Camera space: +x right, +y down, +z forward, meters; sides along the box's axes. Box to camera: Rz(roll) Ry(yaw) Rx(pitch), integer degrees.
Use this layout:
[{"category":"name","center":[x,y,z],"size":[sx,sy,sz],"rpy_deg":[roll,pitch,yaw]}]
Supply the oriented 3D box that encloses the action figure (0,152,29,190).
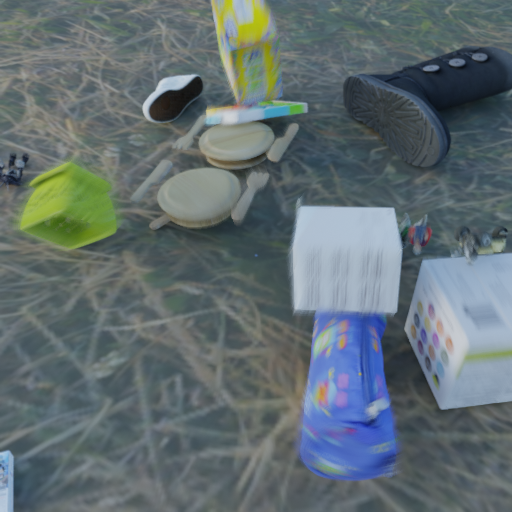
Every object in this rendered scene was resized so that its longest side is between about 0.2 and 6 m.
[{"category":"action figure","center":[-4.755,-1.689,10.854],"size":[0.557,0.478,0.937],"rpy_deg":[7,43,-8]}]

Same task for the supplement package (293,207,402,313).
[{"category":"supplement package","center":[1.171,0.021,7.349],"size":[1.287,0.946,1.230],"rpy_deg":[1,29,8]}]

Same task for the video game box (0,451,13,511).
[{"category":"video game box","center":[-3.326,2.807,6.525],"size":[0.915,0.214,0.834],"rpy_deg":[-12,49,-11]}]

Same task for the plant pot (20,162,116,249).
[{"category":"plant pot","center":[-3.029,-0.838,9.144],"size":[1.103,1.098,1.001],"rpy_deg":[-18,65,28]}]

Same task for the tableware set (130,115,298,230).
[{"category":"tableware set","center":[-0.683,-1.535,10.564],"size":[2.183,0.662,3.302],"rpy_deg":[10,44,18]}]

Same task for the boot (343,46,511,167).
[{"category":"boot","center":[4.292,-3.408,12.160],"size":[3.781,1.241,3.116],"rpy_deg":[-17,49,-22]}]

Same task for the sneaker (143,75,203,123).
[{"category":"sneaker","center":[-2.037,-3.538,12.633],"size":[0.827,0.711,1.953],"rpy_deg":[13,38,27]}]

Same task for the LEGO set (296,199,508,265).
[{"category":"LEGO set","center":[1.958,-0.172,8.682],"size":[2.284,0.997,3.517],"rpy_deg":[-3,15,-29]}]

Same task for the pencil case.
[{"category":"pencil case","center":[1.160,1.494,6.960],"size":[0.993,1.105,2.545],"rpy_deg":[28,35,-10]}]

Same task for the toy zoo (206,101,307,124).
[{"category":"toy zoo","center":[-0.132,-3.032,11.814],"size":[2.056,0.210,1.349],"rpy_deg":[-15,23,-26]}]

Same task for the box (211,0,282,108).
[{"category":"box","center":[-0.170,-4.252,11.413],"size":[1.000,1.579,1.639],"rpy_deg":[-16,62,-2]}]

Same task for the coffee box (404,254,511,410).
[{"category":"coffee box","center":[3.007,0.987,7.453],"size":[1.445,1.429,1.443],"rpy_deg":[-5,42,-6]}]
